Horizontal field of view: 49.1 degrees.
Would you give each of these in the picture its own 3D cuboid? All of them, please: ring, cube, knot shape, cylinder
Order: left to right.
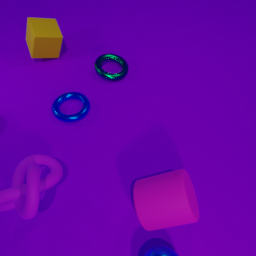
[{"bbox_3d":[-2.163,1.204,6.224,1.714,0.792,1.604,-23,25,38],"label":"knot shape"},{"bbox_3d":[-2.845,-3.028,9.461,0.943,0.943,0.943,-9,61,-29],"label":"cube"},{"bbox_3d":[-1.711,-0.644,8.417,1.157,0.231,1.157,0,53,0],"label":"ring"},{"bbox_3d":[-0.542,-2.039,9.323,1.152,0.230,1.152,6,56,-9],"label":"ring"},{"bbox_3d":[0.832,1.550,6.051,1.115,1.115,1.115,-18,52,18],"label":"cylinder"}]

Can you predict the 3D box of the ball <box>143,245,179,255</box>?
[{"bbox_3d":[0.666,2.809,5.555,0.884,0.884,0.884,0,54,0],"label":"ball"}]
